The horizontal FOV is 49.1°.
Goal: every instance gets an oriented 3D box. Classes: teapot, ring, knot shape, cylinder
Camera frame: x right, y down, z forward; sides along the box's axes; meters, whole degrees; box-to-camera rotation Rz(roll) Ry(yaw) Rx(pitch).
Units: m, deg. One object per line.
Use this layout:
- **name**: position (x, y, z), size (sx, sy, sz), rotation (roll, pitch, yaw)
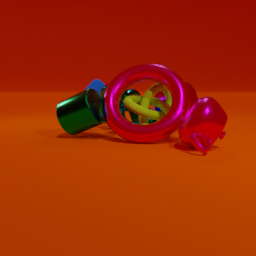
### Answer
- **teapot**: position (1.586, -0.082, 5.711), size (0.854, 1.084, 1.744), rotation (30, 40, 1)
- **ring**: position (0.396, -0.619, 6.550), size (2.058, 2.058, 0.412), rotation (2, -24, 12)
- **knot shape**: position (0.700, -0.573, 7.176), size (1.335, 1.427, 0.659), rotation (-42, -14, -23)
- **cylinder**: position (1.433, -0.752, 8.329), size (0.980, 0.980, 0.980), rotation (-16, -4, 41)
- **knot shape**: position (0.104, -0.598, 8.395), size (1.871, 0.865, 1.751), rotation (44, 17, 12)
- **cylinder**: position (-1.125, -0.391, 6.902), size (0.920, 0.920, 0.920), rotation (-21, 0, 21)

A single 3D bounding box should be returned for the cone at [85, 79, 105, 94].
- **cone**: position (-1.581, -0.758, 9.910), size (1.572, 1.567, 1.567), rotation (-23, 19, -29)
